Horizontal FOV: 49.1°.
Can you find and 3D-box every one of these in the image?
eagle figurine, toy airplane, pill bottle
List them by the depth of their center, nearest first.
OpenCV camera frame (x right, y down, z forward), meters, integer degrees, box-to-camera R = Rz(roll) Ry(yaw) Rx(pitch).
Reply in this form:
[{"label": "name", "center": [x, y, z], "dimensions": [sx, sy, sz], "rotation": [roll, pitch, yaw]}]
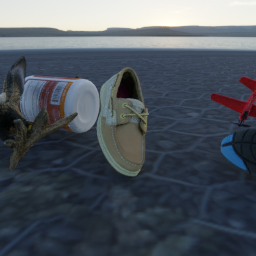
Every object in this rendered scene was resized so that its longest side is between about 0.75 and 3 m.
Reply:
[{"label": "eagle figurine", "center": [-2.663, -0.360, 6.034], "dimensions": [1.983, 1.972, 2.613], "rotation": [-12, 44, -41]}, {"label": "toy airplane", "center": [3.069, -0.635, 6.934], "dimensions": [1.983, 1.983, 0.365], "rotation": [11, 50, 29]}, {"label": "pill bottle", "center": [-2.238, -0.734, 7.957], "dimensions": [2.589, 1.452, 1.452], "rotation": [9, 21, 26]}]

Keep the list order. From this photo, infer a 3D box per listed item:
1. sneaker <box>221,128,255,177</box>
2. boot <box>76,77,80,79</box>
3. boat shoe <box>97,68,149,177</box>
[{"label": "sneaker", "center": [3.220, 0.590, 5.638], "dimensions": [2.656, 0.972, 1.088], "rotation": [7, -5, 11]}, {"label": "boot", "center": [-2.248, -1.560, 12.010], "dimensions": [0.401, 1.050, 0.882], "rotation": [29, 68, 40]}, {"label": "boat shoe", "center": [-0.062, -0.302, 6.174], "dimensions": [1.037, 0.930, 2.801], "rotation": [18, 43, -32]}]
